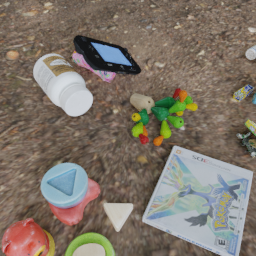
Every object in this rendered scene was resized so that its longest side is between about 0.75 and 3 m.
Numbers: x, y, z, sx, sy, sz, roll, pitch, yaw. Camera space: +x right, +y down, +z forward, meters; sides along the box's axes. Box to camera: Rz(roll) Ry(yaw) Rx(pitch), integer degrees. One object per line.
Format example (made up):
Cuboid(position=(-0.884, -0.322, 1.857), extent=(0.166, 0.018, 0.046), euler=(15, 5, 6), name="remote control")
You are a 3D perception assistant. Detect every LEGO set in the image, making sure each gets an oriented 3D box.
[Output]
Cuboid(position=(4.023, 0.474, 8.893), extent=(1.621, 0.459, 1.053), euler=(-25, 53, -38), name="LEGO set")

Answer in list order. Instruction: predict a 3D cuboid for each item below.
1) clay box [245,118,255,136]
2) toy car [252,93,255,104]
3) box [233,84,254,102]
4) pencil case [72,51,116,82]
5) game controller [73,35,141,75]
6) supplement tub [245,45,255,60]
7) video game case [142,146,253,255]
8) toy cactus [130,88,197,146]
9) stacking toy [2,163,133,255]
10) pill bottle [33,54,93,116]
Cuboid(position=(4.100, 0.074, 8.959), extent=(0.507, 0.210, 0.882), euler=(19, 29, -39), name="clay box")
Cuboid(position=(5.281, -1.299, 10.167), extent=(1.297, 1.245, 1.407), euler=(20, 21, 8), name="toy car")
Cuboid(position=(4.346, -1.321, 10.531), extent=(0.839, 0.270, 0.294), euler=(-30, 54, -24), name="box")
Cuboid(position=(-1.334, -2.607, 11.340), extent=(2.004, 0.876, 0.876), euler=(34, 56, 26), name="pencil case")
Cuboid(position=(-0.635, -2.555, 10.084), extent=(1.538, 0.621, 2.947), euler=(46, 28, 21), name="game controller")
Cuboid(position=(5.555, -3.327, 12.202), extent=(0.772, 0.509, 0.509), euler=(-30, 54, -24), name="supplement tub")
Cuboid(position=(1.979, 1.832, 7.636), extent=(2.402, 0.290, 2.635), euler=(18, 50, 16), name="video game case")
Cuboid(position=(0.891, -0.640, 9.403), extent=(2.708, 1.385, 2.235), euler=(-40, 49, -20), name="toy cactus")
Cuboid(position=(-1.344, 2.188, 6.705), extent=(2.566, 1.197, 2.834), euler=(15, 50, 14), name="stacking toy")
Cuboid(position=(-2.292, -1.524, 9.976), extent=(1.355, 1.355, 2.370), euler=(-27, 54, -23), name="pill bottle")
